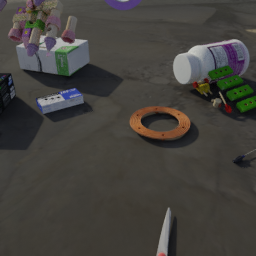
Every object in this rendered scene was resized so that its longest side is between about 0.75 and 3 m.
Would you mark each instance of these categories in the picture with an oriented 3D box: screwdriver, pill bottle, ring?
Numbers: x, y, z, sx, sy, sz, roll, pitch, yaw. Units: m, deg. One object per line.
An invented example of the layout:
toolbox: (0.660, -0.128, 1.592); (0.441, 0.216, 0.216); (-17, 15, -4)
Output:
screwdriver: (3.219, 0.743, 7.621); (1.024, 0.149, 0.143); (-16, 37, -28)
pill bottle: (3.330, -2.607, 11.360); (2.835, 1.592, 1.592); (-15, 36, -22)
ring: (1.010, -0.164, 8.936); (1.908, 0.183, 1.908); (1, 33, 0)

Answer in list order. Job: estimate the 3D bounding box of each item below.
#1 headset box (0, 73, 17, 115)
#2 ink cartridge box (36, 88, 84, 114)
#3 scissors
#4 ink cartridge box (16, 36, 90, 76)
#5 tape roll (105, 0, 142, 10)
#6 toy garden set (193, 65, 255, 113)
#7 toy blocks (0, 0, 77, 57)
headset box: (-5.294, -1.171, 9.737); (2.067, 0.959, 1.800); (2, 34, 3)
ink cartridge box: (-2.432, -0.992, 10.030); (1.515, 0.335, 0.712); (-19, 39, -26)
scissors: (0.505, 2.431, 4.988); (0.940, 0.179, 2.570); (-2, 35, 0)
ink cartridge box: (-3.424, -3.394, 12.942); (2.672, 1.127, 1.952); (11, 35, 16)
tape roll: (-0.114, -3.795, 7.306); (1.283, 1.283, 0.421); (7, 36, 10)
toy garden set: (3.468, -1.244, 10.040); (1.701, 0.407, 2.041); (-20, 57, -15)
toy blocks: (-1.296, -1.319, 3.750); (0.864, 0.924, 0.778); (4, 76, 25)
